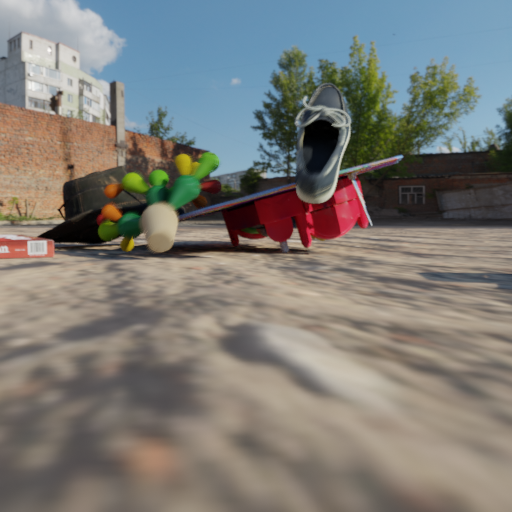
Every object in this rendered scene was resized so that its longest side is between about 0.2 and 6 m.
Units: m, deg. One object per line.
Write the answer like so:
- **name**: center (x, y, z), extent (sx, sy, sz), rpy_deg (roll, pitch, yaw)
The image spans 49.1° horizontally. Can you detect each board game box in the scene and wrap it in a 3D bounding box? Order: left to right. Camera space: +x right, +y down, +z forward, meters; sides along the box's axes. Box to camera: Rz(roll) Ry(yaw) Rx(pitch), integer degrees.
- **board game box**: center (-4.779, -0.184, 9.902), extent (1.690, 0.319, 3.283), rpy_deg (-1, 4, -31)
- **board game box**: center (0.658, -0.757, 11.289), extent (4.738, 1.168, 5.997), rpy_deg (-14, 4, 14)

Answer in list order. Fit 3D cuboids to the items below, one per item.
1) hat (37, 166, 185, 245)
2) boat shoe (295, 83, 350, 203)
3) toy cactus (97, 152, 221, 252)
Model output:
- **hat**: center (-3.193, -1.167, 11.863), extent (3.300, 1.331, 3.300), rpy_deg (-17, -3, -1)
- **boat shoe**: center (0.946, -1.794, 8.184), extent (0.799, 2.133, 0.660), rpy_deg (12, -28, 10)
- **toy cactus**: center (-1.552, -0.684, 8.988), extent (2.414, 1.234, 1.992), rpy_deg (-23, 37, 5)
